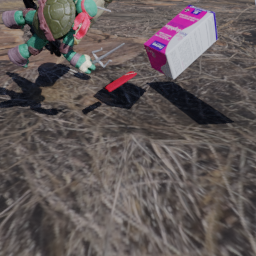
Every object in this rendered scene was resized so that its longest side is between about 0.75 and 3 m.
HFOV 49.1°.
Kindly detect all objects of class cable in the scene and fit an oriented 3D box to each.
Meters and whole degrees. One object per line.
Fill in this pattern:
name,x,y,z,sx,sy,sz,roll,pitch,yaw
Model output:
cable,-2.382,-3.125,8.088,0.577,1.852,2.270,-23,64,-27

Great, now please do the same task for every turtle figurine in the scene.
turtle figurine,-1.566,-2.424,6.541,2.919,2.186,1.470,-6,-15,23

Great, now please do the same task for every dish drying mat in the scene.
dish drying mat,-0.207,-1.336,7.965,0.955,0.087,0.367,-33,35,-12

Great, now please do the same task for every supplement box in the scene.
supplement box,1.473,-2.368,7.695,1.840,0.951,0.931,-44,51,-10

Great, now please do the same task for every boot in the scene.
boot,-1.303,-4.102,9.317,1.025,2.200,2.844,36,21,-26
